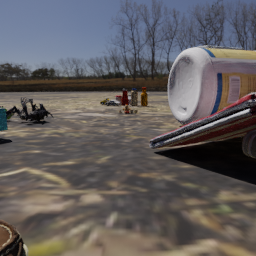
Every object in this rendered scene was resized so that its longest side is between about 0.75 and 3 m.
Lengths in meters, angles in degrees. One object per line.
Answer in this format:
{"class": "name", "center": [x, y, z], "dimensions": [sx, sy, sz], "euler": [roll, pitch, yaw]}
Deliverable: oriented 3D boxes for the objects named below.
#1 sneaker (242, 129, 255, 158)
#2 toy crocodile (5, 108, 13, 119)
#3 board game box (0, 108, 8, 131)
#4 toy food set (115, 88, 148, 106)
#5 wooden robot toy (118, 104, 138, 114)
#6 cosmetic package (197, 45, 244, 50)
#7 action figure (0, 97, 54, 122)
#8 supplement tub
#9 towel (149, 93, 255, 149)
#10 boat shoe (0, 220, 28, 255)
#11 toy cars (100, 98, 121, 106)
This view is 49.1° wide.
{"class": "sneaker", "center": [2.557, 0.257, 4.130], "dimensions": [1.608, 0.601, 0.659], "euler": [-12, 19, -10]}
{"class": "toy crocodile", "center": [-4.189, -0.409, 8.902], "dimensions": [1.194, 0.369, 0.403], "euler": [4, 50, 16]}
{"class": "board game box", "center": [-3.692, -0.054, 5.266], "dimensions": [1.587, 0.493, 2.102], "euler": [-2, 5, 27]}
{"class": "toy food set", "center": [0.058, -1.729, 15.334], "dimensions": [1.029, 0.970, 2.155], "euler": [-7, 11, -40]}
{"class": "wooden robot toy", "center": [-0.003, -0.750, 11.016], "dimensions": [0.777, 0.353, 0.342], "euler": [-1, 8, -6]}
{"class": "cosmetic package", "center": [3.702, -1.967, 11.463], "dimensions": [1.963, 2.604, 0.673], "euler": [-3, 12, -24]}
{"class": "action figure", "center": [-3.050, -0.553, 8.438], "dimensions": [1.532, 0.782, 0.911], "euler": [-3, -2, -10]}
{"class": "supplement tub", "center": [2.699, -1.052, 7.488], "dimensions": [2.792, 2.020, 2.020], "euler": [-2, 9, -17]}
{"class": "towel", "center": [2.036, -0.122, 4.665], "dimensions": [2.866, 0.326, 2.064], "euler": [-5, -14, -33]}
{"class": "boat shoe", "center": [-1.131, 0.621, 0.719], "dimensions": [0.759, 0.760, 2.055], "euler": [5, 10, 27]}
{"class": "toy cars", "center": [-0.988, -1.459, 15.520], "dimensions": [0.782, 0.386, 1.745], "euler": [-4, 10, -24]}
